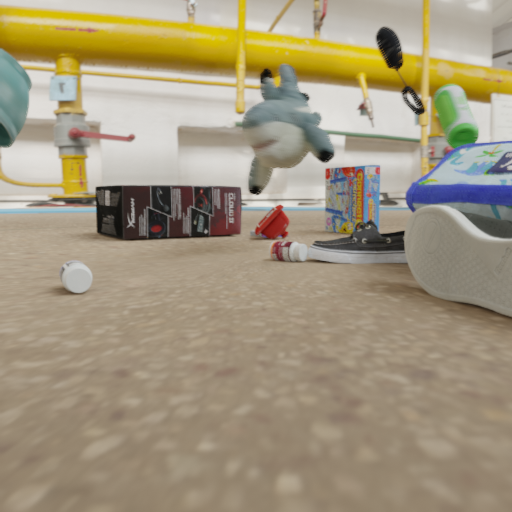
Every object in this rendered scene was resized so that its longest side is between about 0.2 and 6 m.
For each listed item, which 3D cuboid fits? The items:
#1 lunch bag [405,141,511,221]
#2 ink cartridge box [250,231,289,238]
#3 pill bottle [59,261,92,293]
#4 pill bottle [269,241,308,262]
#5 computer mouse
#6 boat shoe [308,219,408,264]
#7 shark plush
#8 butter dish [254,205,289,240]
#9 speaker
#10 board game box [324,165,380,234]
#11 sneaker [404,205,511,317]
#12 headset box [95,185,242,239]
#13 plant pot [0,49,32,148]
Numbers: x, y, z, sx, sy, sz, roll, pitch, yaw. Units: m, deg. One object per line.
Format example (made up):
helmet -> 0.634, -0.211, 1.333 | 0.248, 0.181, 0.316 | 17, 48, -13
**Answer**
lunch bag -> 4.044, -0.761, 8.196 | 2.989, 1.904, 2.541 | -1, 4, -42
ink cartridge box -> 0.364, -0.611, 15.242 | 0.785, 0.173, 0.799 | -4, 6, -32
pill bottle -> -2.158, 0.256, 6.718 | 0.349, 0.349, 0.614 | -3, 7, -23
pill bottle -> 0.556, -0.074, 9.647 | 0.610, 0.349, 0.349 | 4, 8, 35
computer mouse -> 2.740, -3.448, 10.414 | 0.303, 1.779, 0.521 | -27, 3, -10
boat shoe -> 2.008, -0.261, 9.544 | 2.227, 0.738, 0.779 | 1, 7, 8
shark plush -> 0.648, -3.042, 11.231 | 1.831, 1.679, 4.030 | -15, 37, 35
butter dish -> 0.512, -0.749, 14.274 | 0.742, 1.001, 1.004 | 42, 4, -8
speaker -> 4.355, -3.049, 12.250 | 0.714, 0.714, 1.615 | 0, 49, 1
board game box -> 2.745, -1.611, 16.191 | 0.545, 1.949, 1.909 | -3, 6, -27
sneaker -> 2.819, 0.049, 6.092 | 1.429, 1.019, 2.882 | 0, 12, -17
headset box -> -2.291, -1.267, 15.527 | 3.678, 1.380, 2.734 | -4, 7, -30
plant pot -> -4.344, -2.690, 9.053 | 1.610, 1.079, 1.610 | 25, -22, 11
